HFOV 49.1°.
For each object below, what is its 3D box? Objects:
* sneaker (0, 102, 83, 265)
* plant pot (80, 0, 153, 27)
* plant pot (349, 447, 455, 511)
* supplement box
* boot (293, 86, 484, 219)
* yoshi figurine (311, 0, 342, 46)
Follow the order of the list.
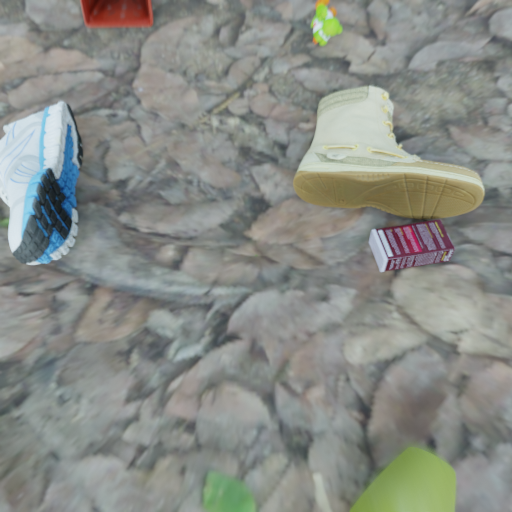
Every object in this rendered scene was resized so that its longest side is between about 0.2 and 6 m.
[{"bbox_3d":[-3.620,-1.081,8.783,1.435,1.242,3.313,-10,46,0],"label":"sneaker"},{"bbox_3d":[-2.958,-5.902,12.037,1.464,1.463,1.290,0,43,0],"label":"plant pot"},{"bbox_3d":[1.611,2.694,5.904,1.114,1.114,1.190,28,66,19],"label":"plant pot"},{"bbox_3d":[2.347,-0.159,8.497,1.117,0.340,0.608,-8,53,-5],"label":"supplement box"},{"bbox_3d":[2.231,-1.762,9.191,2.880,1.048,2.238,6,54,17],"label":"boot"},{"bbox_3d":[1.520,-4.920,11.746,0.671,0.669,1.194,9,58,-2],"label":"yoshi figurine"}]
